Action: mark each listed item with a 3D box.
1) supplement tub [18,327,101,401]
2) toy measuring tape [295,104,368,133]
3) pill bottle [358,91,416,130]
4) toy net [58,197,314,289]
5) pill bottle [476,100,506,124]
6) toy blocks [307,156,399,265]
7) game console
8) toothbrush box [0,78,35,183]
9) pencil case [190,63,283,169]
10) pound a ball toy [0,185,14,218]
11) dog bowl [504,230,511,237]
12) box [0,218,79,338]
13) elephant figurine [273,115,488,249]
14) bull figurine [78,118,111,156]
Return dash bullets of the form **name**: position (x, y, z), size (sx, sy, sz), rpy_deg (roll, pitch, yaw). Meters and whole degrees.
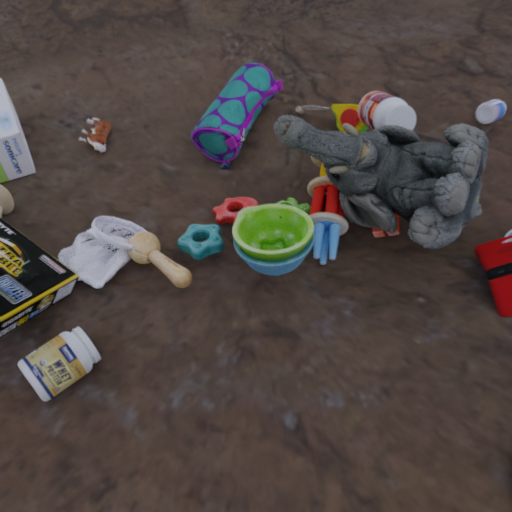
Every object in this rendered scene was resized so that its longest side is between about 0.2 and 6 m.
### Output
- **supplement tub**: position (-3.016, 1.644, 8.640), size (1.041, 0.751, 0.751), rpy_deg (-36, 61, -24)
- **toy measuring tape**: position (1.768, -2.952, 12.301), size (1.964, 0.723, 0.723), rpy_deg (7, 51, 27)
- **pill bottle**: position (2.525, -2.729, 10.840), size (0.736, 0.736, 1.344), rpy_deg (-9, 25, -7)
- **toy net**: position (-1.300, -0.491, 9.989), size (4.627, 0.894, 2.427), rpy_deg (-1, 43, 5)
- **pill bottle**: position (5.106, -3.133, 12.104), size (0.451, 0.451, 0.803), rpy_deg (38, 41, 25)
- **toy blocks**: position (1.882, -0.866, 10.491), size (1.937, 0.844, 2.324), rpy_deg (10, 65, -4)
- **game console**: position (4.641, 0.248, 9.663), size (1.344, 0.798, 1.158), rpy_deg (-17, 36, 10)
- **toothbrush box**: position (-6.167, -2.292, 11.379), size (2.686, 1.156, 1.956), rpy_deg (-19, 56, -16)
- **pencil case**: position (-0.394, -3.079, 12.037), size (1.147, 1.056, 2.481), rpy_deg (10, 53, 23)
- **pound a ball toy**: position (-5.605, -0.185, 9.698), size (1.984, 1.292, 3.042), rpy_deg (-3, 53, -2)
- **dog bowl**: position (4.941, 0.042, 10.046), size (1.154, 0.454, 1.154), rpy_deg (0, 53, 0)
- **box**: position (-4.385, 0.192, 9.109), size (2.259, 0.557, 1.804), rpy_deg (35, 32, 8)
- **elephant figurine**: position (2.185, -1.464, 9.667), size (3.115, 2.417, 2.204), rpy_deg (18, 45, 28)
- **bull figurine**: position (-3.458, -2.595, 12.087), size (0.603, 0.323, 0.993), rpy_deg (22, 45, -16)
